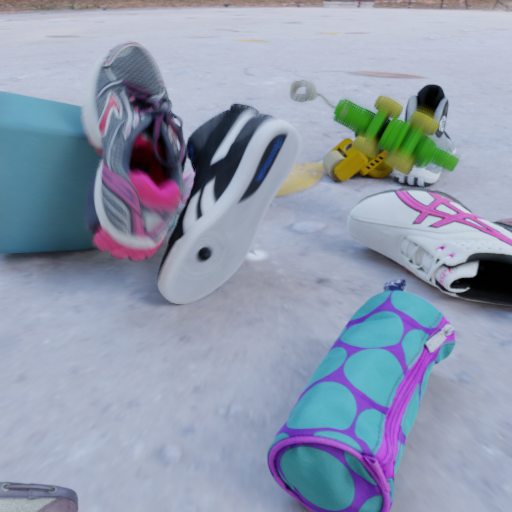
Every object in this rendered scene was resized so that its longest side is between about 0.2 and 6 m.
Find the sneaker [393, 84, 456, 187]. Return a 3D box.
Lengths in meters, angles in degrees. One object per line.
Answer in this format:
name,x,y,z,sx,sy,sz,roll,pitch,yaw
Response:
sneaker,3.713,-2.785,11.841,1.165,1.793,3.105,10,31,17

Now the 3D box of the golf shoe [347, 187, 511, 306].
golf shoe,2.629,-0.133,7.759,3.130,1.136,1.441,17,33,28

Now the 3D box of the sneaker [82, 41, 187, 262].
sneaker,-1.471,-1.626,7.449,1.367,1.266,3.390,8,55,-31

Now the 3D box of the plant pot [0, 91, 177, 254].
plant pot,-2.734,-1.320,9.092,2.829,1.999,1.998,0,27,-22

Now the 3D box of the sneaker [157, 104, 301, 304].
sneaker,-0.649,-0.787,7.806,1.018,2.788,1.559,32,4,-46

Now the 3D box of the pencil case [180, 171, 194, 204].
pencil case,-0.650,-1.109,9.774,1.408,0.616,0.616,9,28,-7

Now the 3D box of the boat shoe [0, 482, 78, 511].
boat shoe,-2.289,2.072,4.378,1.788,0.643,0.579,0,21,-2

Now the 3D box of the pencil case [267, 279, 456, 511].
pencil case,1.106,1.271,5.278,1.147,1.057,2.483,-23,13,39

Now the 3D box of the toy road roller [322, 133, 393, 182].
toy road roller,2.183,-1.940,11.533,1.400,1.022,0.860,-37,29,10

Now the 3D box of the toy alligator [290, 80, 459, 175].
toy alligator,1.936,-2.115,9.226,3.046,0.903,0.827,33,10,22
